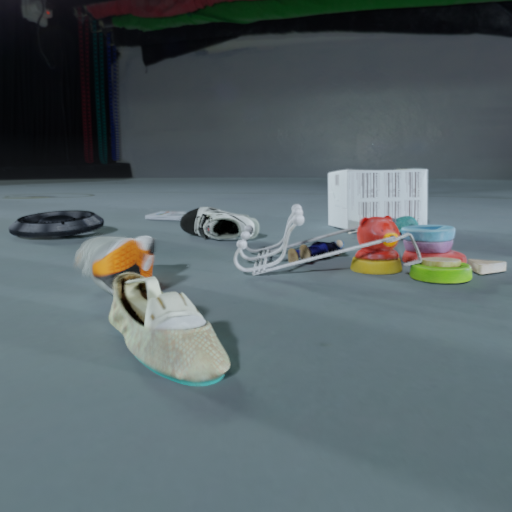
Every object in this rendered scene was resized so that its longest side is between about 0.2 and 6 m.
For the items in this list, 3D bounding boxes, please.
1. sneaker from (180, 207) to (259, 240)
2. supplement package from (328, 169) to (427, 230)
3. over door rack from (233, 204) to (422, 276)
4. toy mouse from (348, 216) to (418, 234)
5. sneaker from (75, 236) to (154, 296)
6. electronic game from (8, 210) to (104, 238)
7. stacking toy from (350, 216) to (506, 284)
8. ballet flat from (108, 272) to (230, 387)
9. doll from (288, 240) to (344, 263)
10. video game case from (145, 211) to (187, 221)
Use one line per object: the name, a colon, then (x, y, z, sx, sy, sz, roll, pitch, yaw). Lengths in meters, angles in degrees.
sneaker: (-1.043, -0.760, 13.341, 2.070, 0.767, 0.916, 4, 9, 25)
supplement package: (3.233, -1.551, 15.223, 2.145, 1.578, 2.052, -2, 7, -7)
over door rack: (1.189, -0.400, 10.148, 3.049, 1.015, 2.252, -4, 10, 4)
toy mouse: (3.496, -0.728, 13.555, 1.899, 0.413, 2.137, 0, 0, 31)
sneaker: (-2.193, 0.128, 8.173, 1.086, 0.894, 2.361, 4, 2, -1)
electronic game: (-5.052, -0.783, 14.247, 2.293, 0.477, 2.293, -2, 14, 0)
stacking toy: (3.008, -0.227, 9.742, 2.282, 0.964, 2.066, -8, 12, -36)
ballet flat: (-1.032, 0.634, 5.753, 0.784, 0.725, 2.324, -7, 13, -33)
doll: (1.203, -0.102, 10.812, 0.988, 0.351, 1.448, -17, -5, 42)
video game case: (-2.746, -1.292, 18.024, 1.203, 0.157, 1.321, 3, 10, 14)
